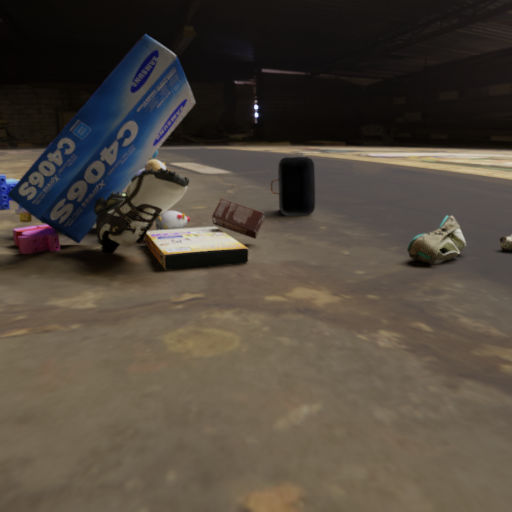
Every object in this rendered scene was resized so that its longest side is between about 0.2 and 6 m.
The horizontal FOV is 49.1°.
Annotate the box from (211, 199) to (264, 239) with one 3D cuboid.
[{"bbox_3d":[-0.407,-0.843,12.645,1.069,0.535,0.401,20,-24,12],"label":"box"}]

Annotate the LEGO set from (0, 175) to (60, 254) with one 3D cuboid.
[{"bbox_3d":[-5.811,-0.642,10.901,4.307,1.643,1.768,-14,19,-39],"label":"LEGO set"}]

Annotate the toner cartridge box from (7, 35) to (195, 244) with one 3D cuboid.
[{"bbox_3d":[-3.125,-2.378,11.968,0.923,4.275,2.031,37,-6,11],"label":"toner cartridge box"}]

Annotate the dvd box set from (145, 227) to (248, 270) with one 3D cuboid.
[{"bbox_3d":[-1.312,-0.200,11.739,1.689,0.339,2.308,-5,15,-20],"label":"dvd box set"}]

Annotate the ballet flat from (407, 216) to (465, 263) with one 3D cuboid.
[{"bbox_3d":[3.860,-0.252,11.571,0.787,0.709,2.091,34,35,25],"label":"ballet flat"}]

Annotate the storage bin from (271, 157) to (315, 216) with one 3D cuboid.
[{"bbox_3d":[1.014,-2.012,16.567,1.221,1.678,1.127,-2,3,-8],"label":"storage bin"}]

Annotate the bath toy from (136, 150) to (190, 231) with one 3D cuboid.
[{"bbox_3d":[-2.241,-1.484,13.209,0.817,2.210,0.961,-20,-12,-33],"label":"bath toy"}]

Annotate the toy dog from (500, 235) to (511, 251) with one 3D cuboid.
[{"bbox_3d":[5.515,-0.292,12.033,0.566,0.395,0.549,-5,3,-16],"label":"toy dog"}]

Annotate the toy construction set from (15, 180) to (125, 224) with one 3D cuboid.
[{"bbox_3d":[-4.187,-1.238,13.633,3.051,1.405,2.000,10,-6,9],"label":"toy construction set"}]

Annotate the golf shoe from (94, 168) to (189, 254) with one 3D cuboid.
[{"bbox_3d":[-2.276,-0.811,11.142,1.047,1.272,2.692,20,-30,-38],"label":"golf shoe"}]
